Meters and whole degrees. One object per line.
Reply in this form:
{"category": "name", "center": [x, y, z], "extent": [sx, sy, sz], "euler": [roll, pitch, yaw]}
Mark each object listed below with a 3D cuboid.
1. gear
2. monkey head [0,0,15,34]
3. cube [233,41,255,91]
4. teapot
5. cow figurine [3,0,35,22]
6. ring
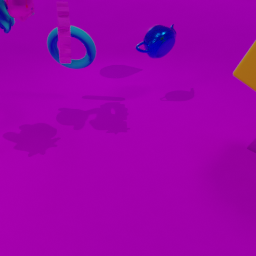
{"category": "gear", "center": [-1.430, -2.100, 6.231], "extent": [0.236, 1.277, 1.277], "euler": [-4, 30, -14]}
{"category": "monkey head", "center": [-2.663, -2.473, 5.554], "extent": [0.893, 1.067, 1.483], "euler": [21, 17, -47]}
{"category": "cube", "center": [2.781, -1.185, 4.659], "extent": [1.211, 1.211, 1.211], "euler": [42, 50, 17]}
{"category": "teapot", "center": [0.844, -2.414, 7.629], "extent": [1.492, 0.927, 0.730], "euler": [-32, 71, -20]}
{"category": "cow figurine", "center": [-1.939, -2.455, 4.773], "extent": [0.667, 1.215, 1.195], "euler": [-12, 23, -13]}
{"category": "ring", "center": [-1.513, -2.137, 7.532], "extent": [1.324, 1.324, 0.265], "euler": [4, 51, 7]}
